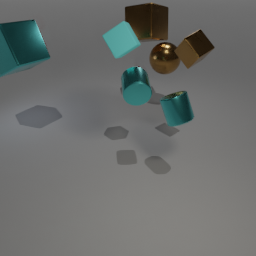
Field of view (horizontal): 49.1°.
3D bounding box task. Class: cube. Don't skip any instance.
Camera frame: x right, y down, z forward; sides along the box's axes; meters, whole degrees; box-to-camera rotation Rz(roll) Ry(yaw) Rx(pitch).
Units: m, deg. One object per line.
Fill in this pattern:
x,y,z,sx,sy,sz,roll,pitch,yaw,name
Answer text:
1.940,-2.310,8.227,0.700,0.700,0.700,-34,86,-23,cube
-0.162,-2.388,7.633,0.700,0.700,0.700,-29,9,17,cube
0.823,-4.548,12.228,1.400,1.400,1.400,9,17,36,cube
-3.847,-2.735,9.649,1.400,1.400,1.400,-10,16,39,cube

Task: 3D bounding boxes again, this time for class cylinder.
1.220,-0.484,6.967,0.700,0.700,0.700,-19,13,4,cylinder
0.196,-1.027,6.883,0.700,0.700,0.700,-2,43,-4,cylinder

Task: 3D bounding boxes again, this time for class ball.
1.640,-3.085,12.420,1.400,1.400,1.400,0,29,0,ball
